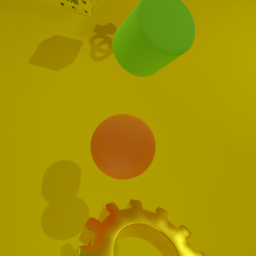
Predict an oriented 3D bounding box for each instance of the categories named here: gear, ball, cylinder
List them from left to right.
[{"bbox_3d":[-0.079,0.300,4.521,1.052,1.052,1.052,0,62,0],"label":"ball"},{"bbox_3d":[0.234,2.045,4.274,2.065,0.382,2.065,17,32,-11],"label":"gear"},{"bbox_3d":[0.338,-1.281,3.965,0.885,0.885,0.885,5,78,-24],"label":"cylinder"}]

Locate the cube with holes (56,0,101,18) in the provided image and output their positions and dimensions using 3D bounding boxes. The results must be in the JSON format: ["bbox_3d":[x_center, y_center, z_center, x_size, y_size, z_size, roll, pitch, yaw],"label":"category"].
[{"bbox_3d":[-1.322,-3.923,7.662,1.050,1.050,1.050,20,71,5],"label":"cube with holes"}]
